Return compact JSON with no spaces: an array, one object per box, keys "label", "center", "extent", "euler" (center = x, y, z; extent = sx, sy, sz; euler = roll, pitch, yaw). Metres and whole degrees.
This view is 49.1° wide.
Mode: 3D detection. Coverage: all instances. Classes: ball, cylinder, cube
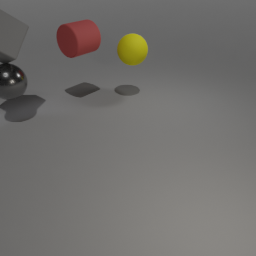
[{"label":"ball","center":[0.201,-3.551,12.728],"extent":[1.400,1.400,1.400],"euler":[0,30,0]},{"label":"ball","center":[-4.622,-1.784,10.826],"extent":[1.400,1.400,1.400],"euler":[0,30,0]},{"label":"cylinder","center":[-2.148,-3.919,12.265],"extent":[1.400,1.400,1.400],"euler":[22,37,33]},{"label":"cube","center":[-4.735,-3.349,10.261],"extent":[1.400,1.400,1.400],"euler":[24,-12,-37]}]
